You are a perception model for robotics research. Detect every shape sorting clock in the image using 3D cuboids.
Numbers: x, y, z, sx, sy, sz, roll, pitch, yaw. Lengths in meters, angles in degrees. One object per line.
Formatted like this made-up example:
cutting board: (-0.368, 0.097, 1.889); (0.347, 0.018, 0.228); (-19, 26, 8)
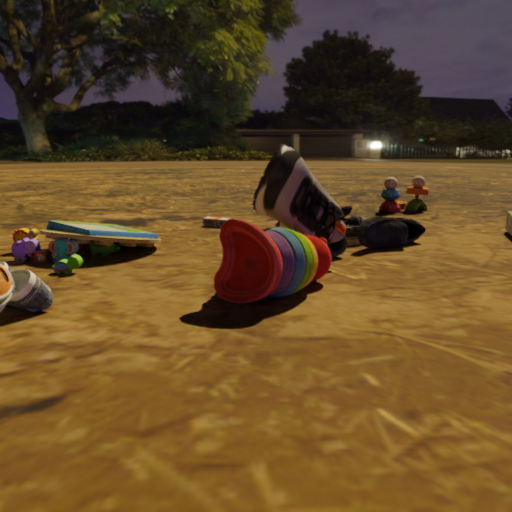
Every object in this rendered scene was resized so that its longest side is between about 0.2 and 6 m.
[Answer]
shape sorting clock: (-3.341, -0.390, 12.136); (2.517, 0.494, 2.517); (8, 6, -1)

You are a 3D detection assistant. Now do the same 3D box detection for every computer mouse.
computer mouse: (2.363, -1.274, 16.934); (1.211, 0.319, 0.839); (-6, 9, 35)

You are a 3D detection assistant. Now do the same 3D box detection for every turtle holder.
turtle holder: (-3.772, 0.562, 7.294); (1.012, 1.332, 0.946); (40, 29, 18)

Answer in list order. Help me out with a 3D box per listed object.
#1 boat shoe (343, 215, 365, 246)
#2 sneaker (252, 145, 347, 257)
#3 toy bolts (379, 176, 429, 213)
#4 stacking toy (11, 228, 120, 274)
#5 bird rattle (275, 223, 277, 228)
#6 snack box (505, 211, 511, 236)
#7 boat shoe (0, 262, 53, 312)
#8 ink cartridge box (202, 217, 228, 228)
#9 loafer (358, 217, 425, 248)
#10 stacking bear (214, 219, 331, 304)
boat shoe: (2.353, -0.648, 13.111); (1.866, 0.632, 0.669); (-7, 18, -30)
sneaker: (0.965, -0.920, 10.461); (1.392, 1.298, 3.511); (24, -9, 24)
toy bolts: (4.689, -2.077, 18.508); (1.637, 1.136, 1.564); (-8, 15, -31)
stacking toy: (-4.177, -0.142, 11.121); (2.371, 0.557, 1.788); (3, 13, 10)
bird rattle: (1.076, -0.776, 14.434); (1.002, 0.692, 1.229); (-21, 35, -30)
snack box: (7.323, -0.698, 13.587); (2.110, 0.559, 1.501); (3, 13, 13)
boat shoe: (-3.694, 0.526, 8.492); (1.860, 0.677, 0.575); (3, -33, 44)
ink cartridge box: (-0.902, -0.990, 15.656); (0.850, 0.263, 1.049); (5, 16, 19)
loafer: (3.052, -0.560, 12.590); (2.086, 0.708, 0.732); (-7, 5, -44)
stacking bear: (0.466, 0.077, 9.037); (1.177, 1.257, 2.070); (15, 12, 36)
